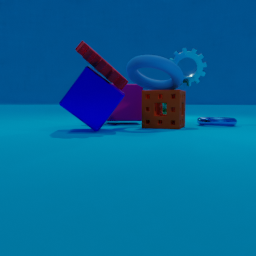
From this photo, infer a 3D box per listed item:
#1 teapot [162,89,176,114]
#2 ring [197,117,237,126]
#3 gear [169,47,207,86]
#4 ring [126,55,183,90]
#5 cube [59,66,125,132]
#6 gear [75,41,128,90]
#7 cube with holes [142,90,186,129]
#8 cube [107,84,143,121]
[{"bbox_3d":[1.400,-0.764,10.578,1.162,1.868,0.915,22,-26,15],"label":"teapot"},{"bbox_3d":[3.119,-0.239,9.859,1.347,0.269,1.347,1,4,0],"label":"ring"},{"bbox_3d":[1.983,-2.047,9.392,1.263,1.263,0.234,2,23,18],"label":"gear"},{"bbox_3d":[0.855,-1.736,9.092,1.886,0.377,1.886,14,-17,4],"label":"ring"},{"bbox_3d":[-0.986,-0.814,8.029,1.283,1.283,1.283,37,2,-6],"label":"cube"},{"bbox_3d":[-0.716,-1.742,7.836,1.663,0.308,1.663,41,8,-7],"label":"gear"},{"bbox_3d":[1.176,-0.611,9.050,1.178,1.178,1.178,2,6,20],"label":"cube with holes"},{"bbox_3d":[-0.195,-0.943,10.741,1.346,1.346,1.346,0,2,-7],"label":"cube"}]
